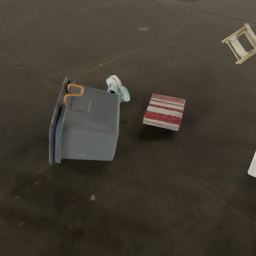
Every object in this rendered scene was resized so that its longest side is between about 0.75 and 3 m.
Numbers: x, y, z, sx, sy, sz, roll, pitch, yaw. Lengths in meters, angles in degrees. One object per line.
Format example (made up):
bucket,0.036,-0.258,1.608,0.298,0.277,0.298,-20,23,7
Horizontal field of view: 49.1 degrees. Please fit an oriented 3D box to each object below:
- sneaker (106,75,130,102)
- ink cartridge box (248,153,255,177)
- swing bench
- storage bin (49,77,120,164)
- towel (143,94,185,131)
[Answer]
sneaker,-0.502,-1.376,9.810,0.617,0.555,1.430,-21,43,-19
ink cartridge box,4.297,0.432,7.323,1.468,0.850,2.527,23,44,25
swing bench,3.385,-2.453,8.214,0.539,0.830,0.826,-21,80,-55
storage bin,-1.081,-0.261,7.685,1.634,1.770,2.433,8,39,-7
towel,1.190,-0.536,9.071,1.145,0.181,1.590,12,42,11
